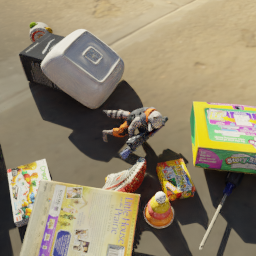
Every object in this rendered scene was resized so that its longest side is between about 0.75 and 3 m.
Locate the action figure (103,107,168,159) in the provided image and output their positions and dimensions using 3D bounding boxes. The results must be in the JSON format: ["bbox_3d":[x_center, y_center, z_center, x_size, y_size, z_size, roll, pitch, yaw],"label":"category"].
[{"bbox_3d":[0.085,-0.064,8.172,2.091,1.130,2.161,-7,25,41],"label":"action figure"}]

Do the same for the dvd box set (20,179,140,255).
[{"bbox_3d":[-1.044,2.249,6.442,2.459,0.361,1.799,7,71,7],"label":"dvd box set"}]

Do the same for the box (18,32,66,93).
[{"bbox_3d":[-2.512,-2.467,10.675,2.437,1.271,1.804,19,50,17],"label":"box"}]

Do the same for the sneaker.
[{"bbox_3d":[-0.184,1.386,7.436,0.777,0.736,1.892,31,54,27],"label":"sneaker"}]

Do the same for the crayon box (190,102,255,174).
[{"bbox_3d":[3.304,0.239,8.187,2.784,0.811,2.402,6,36,6],"label":"crayon box"}]

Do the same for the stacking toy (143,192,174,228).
[{"bbox_3d":[0.782,1.861,6.767,0.771,1.055,0.771,1,46,-1],"label":"stacking toy"}]

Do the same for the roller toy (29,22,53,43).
[{"bbox_3d":[-3.911,-4.171,12.541,0.993,0.906,0.694,5,44,-18],"label":"roller toy"}]

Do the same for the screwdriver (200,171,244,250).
[{"bbox_3d":[2.392,1.875,7.211,0.430,0.412,2.952,0,35,49],"label":"screwdriver"}]

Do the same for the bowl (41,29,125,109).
[{"bbox_3d":[-1.410,-2.295,9.943,2.583,0.964,2.579,37,52,-7],"label":"bowl"}]

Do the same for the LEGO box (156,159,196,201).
[{"bbox_3d":[1.278,1.411,7.640,0.759,0.393,1.019,-9,47,-8],"label":"LEGO box"}]

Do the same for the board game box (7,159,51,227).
[{"bbox_3d":[-2.550,1.666,7.467,1.059,0.290,1.678,-16,49,-16],"label":"board game box"}]
